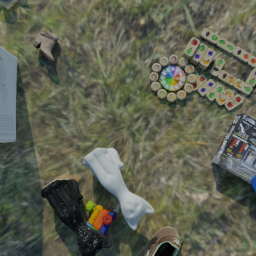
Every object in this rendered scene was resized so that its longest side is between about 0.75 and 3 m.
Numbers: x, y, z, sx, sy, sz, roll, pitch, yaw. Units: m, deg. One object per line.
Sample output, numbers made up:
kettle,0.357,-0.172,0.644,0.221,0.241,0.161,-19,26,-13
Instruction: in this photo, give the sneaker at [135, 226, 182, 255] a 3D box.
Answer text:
sneaker,0.555,4.252,8.307,1.019,1.092,2.892,33,88,1

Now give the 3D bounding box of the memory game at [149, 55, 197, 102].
memory game,1.427,-1.581,8.913,1.514,0.096,1.514,0,90,4

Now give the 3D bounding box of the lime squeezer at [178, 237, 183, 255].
lime squeezer,1.407,4.416,8.560,0.379,0.711,2.012,5,57,16

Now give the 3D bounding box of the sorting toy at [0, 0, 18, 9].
sorting toy,-3.922,-4.731,8.921,1.264,0.442,1.271,43,88,1

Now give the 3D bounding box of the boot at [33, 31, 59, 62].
boot,-2.481,-2.634,8.853,0.994,0.349,0.727,43,76,6

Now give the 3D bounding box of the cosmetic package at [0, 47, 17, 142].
cosmetic package,-4.339,-0.934,7.655,1.665,2.701,2.709,-1,88,-1

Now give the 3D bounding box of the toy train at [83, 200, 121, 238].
toy train,-0.852,2.550,8.602,1.041,0.761,1.799,27,88,14

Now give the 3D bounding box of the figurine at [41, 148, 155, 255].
figurine,-0.823,2.160,8.084,2.534,1.091,2.473,-37,72,-2

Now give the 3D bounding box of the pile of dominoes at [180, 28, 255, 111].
pile of dominoes,2.902,-1.852,8.852,2.532,0.403,1.973,31,88,1

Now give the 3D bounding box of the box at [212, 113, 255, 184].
box,4.044,0.853,8.678,2.254,0.561,1.777,29,88,1

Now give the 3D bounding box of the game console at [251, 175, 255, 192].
game console,5.357,1.886,8.532,2.253,1.562,2.640,-38,102,-35
